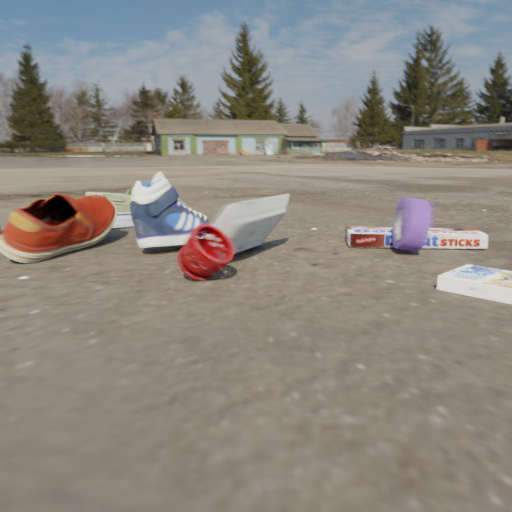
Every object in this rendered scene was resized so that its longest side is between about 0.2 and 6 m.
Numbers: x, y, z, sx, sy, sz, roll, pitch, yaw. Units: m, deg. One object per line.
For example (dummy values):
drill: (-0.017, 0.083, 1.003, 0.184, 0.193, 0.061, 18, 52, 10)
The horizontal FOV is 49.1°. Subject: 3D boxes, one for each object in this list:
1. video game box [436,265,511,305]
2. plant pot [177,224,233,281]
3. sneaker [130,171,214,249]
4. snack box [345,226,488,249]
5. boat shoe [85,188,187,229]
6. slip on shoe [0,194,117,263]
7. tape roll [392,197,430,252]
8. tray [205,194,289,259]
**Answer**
video game box: (3.674, 0.428, 8.860, 1.222, 0.286, 1.113, 11, 19, 43)
plant pot: (-0.897, -0.020, 9.436, 0.722, 0.793, 0.793, -44, -17, 34)
sneaker: (-1.687, -1.041, 12.148, 2.228, 1.631, 0.898, -7, 0, -41)
snack box: (3.552, -0.417, 12.673, 2.976, 0.362, 1.070, 1, 12, 4)
boat shoe: (-3.277, -1.408, 15.767, 1.209, 1.041, 3.357, 10, 15, 39)
slip on shoe: (-4.011, -0.818, 11.955, 1.250, 1.032, 3.374, 30, 23, 9)
tape roll: (3.185, -0.648, 11.565, 0.456, 1.074, 1.074, 8, 12, -1)
tray: (-0.198, -0.504, 11.140, 0.305, 1.475, 2.747, 45, 26, 13)
